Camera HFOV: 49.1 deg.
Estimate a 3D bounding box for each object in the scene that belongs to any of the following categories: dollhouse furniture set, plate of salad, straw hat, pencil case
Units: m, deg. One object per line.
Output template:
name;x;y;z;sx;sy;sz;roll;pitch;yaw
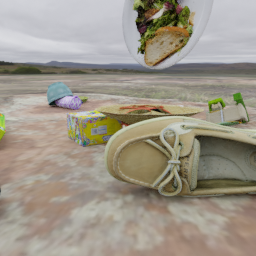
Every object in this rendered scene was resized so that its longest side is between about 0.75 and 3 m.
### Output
dollhouse furniture set;2.757;-0.222;7.722;1.018;0.779;1.553;-17;24;25
plate of salad;0.716;-2.975;6.880;0.719;2.995;2.995;-4;13;-40
straw hat;0.371;0.061;5.244;2.113;0.894;2.113;1;9;0
pencil case;-2.316;-1.025;10.764;1.237;0.529;0.519;11;19;42

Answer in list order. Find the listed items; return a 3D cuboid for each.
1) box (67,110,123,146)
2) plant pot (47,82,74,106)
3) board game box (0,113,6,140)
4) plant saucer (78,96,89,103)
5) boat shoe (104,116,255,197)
box;-0.759;-0.040;6.328;0.969;0.591;0.934;-8;15;-30
plant pot;-2.785;-1.412;11.181;1.049;0.703;1.049;-22;-3;-1
board game box;-3.277;-0.180;6.128;1.012;0.474;1.992;34;-3;-27
plant saucer;-2.403;-1.236;12.393;1.329;0.207;1.329;0;14;0
boat shoe;1.077;0.424;3.570;2.736;0.998;0.861;6;8;-7
